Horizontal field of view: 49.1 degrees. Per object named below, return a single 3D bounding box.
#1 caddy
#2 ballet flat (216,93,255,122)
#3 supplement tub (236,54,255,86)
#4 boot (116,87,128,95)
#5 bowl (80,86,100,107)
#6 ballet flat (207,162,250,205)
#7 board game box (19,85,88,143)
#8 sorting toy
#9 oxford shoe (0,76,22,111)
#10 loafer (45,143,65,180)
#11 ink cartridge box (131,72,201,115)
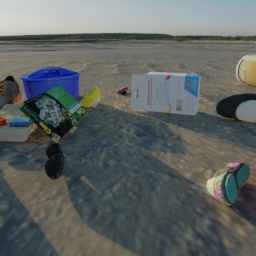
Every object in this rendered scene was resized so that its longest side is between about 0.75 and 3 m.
[{"bbox_3d":[-3.706,-2.249,13.637,2.903,1.524,2.052,-16,24,-39],"label":"caddy"},{"bbox_3d":[4.726,-0.703,10.056,2.980,1.013,1.019,-3,27,-8],"label":"ballet flat"},{"bbox_3d":[7.688,-3.240,16.014,1.803,1.803,2.497,-7,20,-18],"label":"supplement tub"},{"bbox_3d":[-0.155,-1.925,14.619,0.559,0.281,0.775,18,34,40],"label":"boot"},{"bbox_3d":[-1.507,-1.217,11.934,0.555,1.032,1.032,45,22,-4],"label":"bowl"},{"bbox_3d":[1.961,1.089,5.627,0.615,0.597,1.728,-9,6,36],"label":"ballet flat"},{"bbox_3d":[-2.279,-0.574,9.192,1.496,0.335,2.856,43,18,-7],"label":"board game box"},{"bbox_3d":[-4.122,-0.306,9.055,2.872,0.423,2.123,1,30,10],"label":"sorting toy"},{"bbox_3d":[-5.091,-1.281,11.251,1.060,1.084,2.974,-6,27,-6],"label":"oxford shoe"},{"bbox_3d":[-1.579,0.802,6.308,0.441,0.438,1.212,-27,30,3],"label":"loafer"},{"bbox_3d":[1.506,-1.440,11.277,2.625,1.511,0.891,7,20,18],"label":"ink cartridge box"}]
